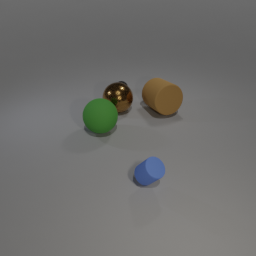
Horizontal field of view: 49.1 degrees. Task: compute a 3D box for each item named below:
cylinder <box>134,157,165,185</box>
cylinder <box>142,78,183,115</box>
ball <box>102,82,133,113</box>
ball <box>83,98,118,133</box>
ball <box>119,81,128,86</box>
[{"bbox_3d":[0.657,1.314,8.528,0.700,0.700,0.700,15,56,-24],"label":"cylinder"},{"bbox_3d":[1.529,-1.446,12.651,1.400,1.400,1.400,-12,25,-19],"label":"cylinder"},{"bbox_3d":[-0.462,-1.374,12.737,1.400,1.400,1.400,0,32,0],"label":"ball"},{"bbox_3d":[-1.103,-0.481,11.156,1.400,1.400,1.400,0,32,0],"label":"ball"},{"bbox_3d":[-0.339,-2.086,14.505,0.700,0.700,0.700,0,32,0],"label":"ball"}]
